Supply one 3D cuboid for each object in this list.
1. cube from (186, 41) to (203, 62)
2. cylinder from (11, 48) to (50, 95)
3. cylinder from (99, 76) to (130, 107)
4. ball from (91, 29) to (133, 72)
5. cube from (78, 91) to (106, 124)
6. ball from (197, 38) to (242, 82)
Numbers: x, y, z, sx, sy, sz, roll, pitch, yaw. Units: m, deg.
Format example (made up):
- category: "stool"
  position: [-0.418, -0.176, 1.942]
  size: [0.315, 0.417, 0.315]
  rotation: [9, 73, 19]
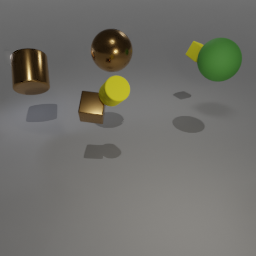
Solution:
- category: "cube"
  position: [3.211, -3.427, 12.752]
  size: [0.700, 0.700, 0.700]
  rotation: [1, 39, -43]
- category: "cylinder"
  position: [-3.880, -2.204, 11.145]
  size: [1.400, 1.400, 1.400]
  rotation: [-8, -13, -2]
- category: "cylinder"
  position: [-0.382, -0.996, 7.650]
  size: [0.700, 0.700, 0.700]
  rotation: [-12, -3, -21]
- category: "ball"
  position: [-0.542, -2.572, 9.343]
  size: [1.400, 1.400, 1.400]
  rotation: [0, 29, 0]
- category: "cube"
  position: [-1.032, -0.591, 8.193]
  size: [0.700, 0.700, 0.700]
  rotation: [7, 69, -2]
- category: "ball"
  position: [2.989, -2.232, 9.191]
  size: [1.400, 1.400, 1.400]
  rotation: [0, 29, 0]
